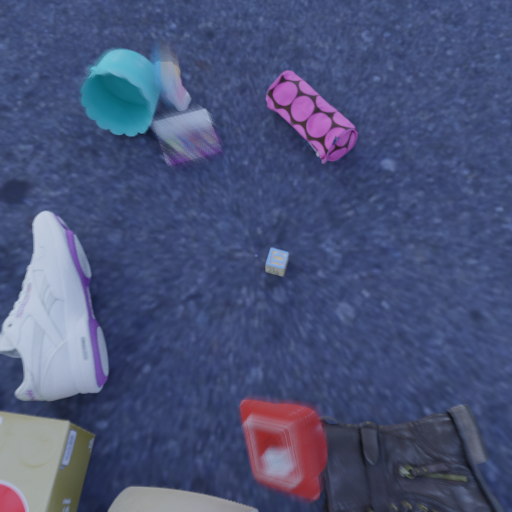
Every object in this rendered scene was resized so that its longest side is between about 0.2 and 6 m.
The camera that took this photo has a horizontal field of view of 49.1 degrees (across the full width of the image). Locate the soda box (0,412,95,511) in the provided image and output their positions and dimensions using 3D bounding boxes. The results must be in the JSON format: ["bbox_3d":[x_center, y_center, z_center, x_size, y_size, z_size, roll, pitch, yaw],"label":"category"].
[{"bbox_3d":[-3.350,4.154,7.035,1.388,1.312,4.098,7,65,3],"label":"soda box"}]

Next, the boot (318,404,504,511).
[{"bbox_3d":[2.089,3.387,7.732,2.325,0.924,2.670,-14,73,5],"label":"boot"}]

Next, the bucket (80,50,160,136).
[{"bbox_3d":[-2.468,-3.035,10.375,1.409,1.409,0.917,9,52,4],"label":"bucket"}]

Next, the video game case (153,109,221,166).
[{"bbox_3d":[-1.313,-2.262,10.625,1.060,0.190,0.961,-18,67,-11],"label":"video game case"}]

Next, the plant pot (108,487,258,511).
[{"bbox_3d":[-1.077,3.710,7.223,1.718,1.609,1.609,17,66,19],"label":"plant pot"}]

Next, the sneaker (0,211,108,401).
[{"bbox_3d":[-3.328,0.715,8.715,1.570,1.180,3.152,-15,66,-7],"label":"sneaker"}]

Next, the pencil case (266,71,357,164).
[{"bbox_3d":[0.983,-2.599,10.503,0.881,0.853,1.880,-45,68,7],"label":"pencil case"}]

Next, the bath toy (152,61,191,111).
[{"bbox_3d":[-1.565,-3.161,10.439,0.474,1.283,0.558,25,86,8],"label":"bath toy"}]

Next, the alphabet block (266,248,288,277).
[{"bbox_3d":[0.354,0.110,9.465,0.328,0.335,0.329,17,66,7],"label":"alphabet block"}]

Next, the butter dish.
[{"bbox_3d":[0.506,2.455,7.550,0.902,1.220,1.217,-14,95,-44],"label":"butter dish"}]
